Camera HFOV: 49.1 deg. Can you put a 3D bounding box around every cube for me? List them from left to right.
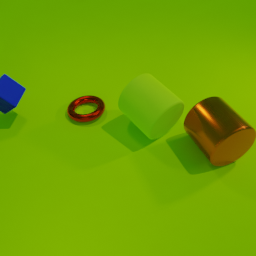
[{"bbox_3d":[-3.589,-0.977,8.164,0.730,0.730,0.730,-19,45,40],"label":"cube"}]

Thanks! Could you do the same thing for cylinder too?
[{"bbox_3d":[0.648,-0.609,7.922,1.363,1.363,1.363,-31,62,-28],"label":"cylinder"},{"bbox_3d":[2.383,0.080,7.402,1.350,1.350,1.350,-16,46,-16],"label":"cylinder"}]

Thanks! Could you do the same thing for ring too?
[{"bbox_3d":[-1.326,-0.627,8.882,1.222,0.244,1.222,-4,42,3],"label":"ring"}]
